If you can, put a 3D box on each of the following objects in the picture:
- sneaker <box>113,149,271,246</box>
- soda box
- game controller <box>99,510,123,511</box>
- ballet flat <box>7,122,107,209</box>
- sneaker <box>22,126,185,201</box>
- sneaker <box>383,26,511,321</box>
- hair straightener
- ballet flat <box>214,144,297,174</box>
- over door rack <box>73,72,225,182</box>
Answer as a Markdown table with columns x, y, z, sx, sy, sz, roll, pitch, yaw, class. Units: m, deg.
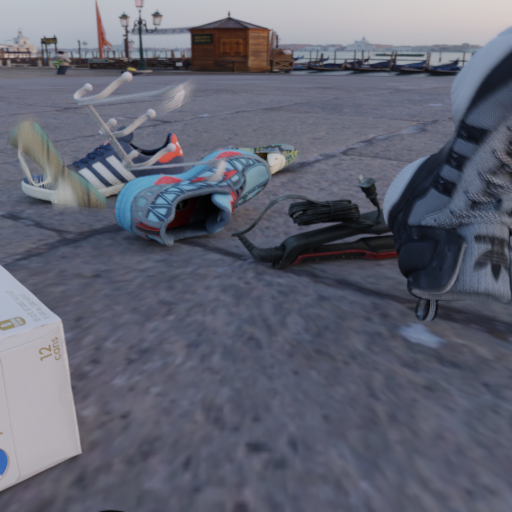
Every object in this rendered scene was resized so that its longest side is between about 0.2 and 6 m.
| x | y | z | sx | sy | sz | roll | pitch | yaw | class |
| --- | --- | --- | --- | --- | --- | --- | --- | --- | --- |
| -0.718 | -0.826 | 9.125 | 2.937 | 1.165 | 1.403 | -27 | 42 | -33 | sneaker |
| -2.874 | 0.615 | 4.956 | 1.139 | 1.219 | 3.579 | -18 | 28 | -38 | soda box |
| -0.371 | 1.910 | 2.840 | 1.783 | 0.375 | 0.930 | 8 | 23 | 21 | game controller |
| -2.984 | -1.177 | 8.251 | 0.628 | 1.667 | 0.565 | -50 | 23 | -26 | ballet flat |
| -3.001 | -1.876 | 11.116 | 3.182 | 1.345 | 1.193 | -8 | 23 | -19 | sneaker |
| 2.293 | -0.585 | 5.311 | 1.226 | 3.250 | 1.850 | 9 | 57 | -11 | sneaker |
| 1.278 | -0.566 | 7.872 | 3.302 | 1.270 | 0.676 | -5 | 26 | -11 | hair straightener |
| 0.031 | -2.110 | 12.838 | 2.062 | 0.765 | 0.765 | -7 | 23 | -13 | ballet flat |
| -1.530 | -1.944 | 8.471 | 2.113 | 1.561 | 0.704 | 11 | 60 | 33 | over door rack |
